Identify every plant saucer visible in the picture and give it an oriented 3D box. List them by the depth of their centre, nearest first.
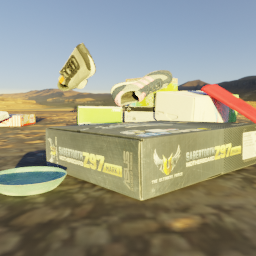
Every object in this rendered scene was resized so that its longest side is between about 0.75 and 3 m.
[{"bbox_3d":[-1.031,0.550,2.906,0.784,0.141,0.784,0,5,0],"label":"plant saucer"}]

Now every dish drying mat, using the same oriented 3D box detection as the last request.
[{"bbox_3d":[4.057,-0.793,10.248,1.089,0.258,2.835,-13,45,-45],"label":"dish drying mat"}]

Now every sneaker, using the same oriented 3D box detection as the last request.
[{"bbox_3d":[-2.084,-2.215,10.980,1.152,1.074,2.907,-27,-8,-28],"label":"sneaker"},{"bbox_3d":[0.659,-1.493,11.236,2.632,0.923,1.080,-20,42,0],"label":"sneaker"}]

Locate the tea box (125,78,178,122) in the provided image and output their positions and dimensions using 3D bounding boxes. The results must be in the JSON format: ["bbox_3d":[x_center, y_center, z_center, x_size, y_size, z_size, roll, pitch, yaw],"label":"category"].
[{"bbox_3d":[1.057,-1.285,13.226,1.444,2.127,2.162,-1,4,-41],"label":"tea box"}]

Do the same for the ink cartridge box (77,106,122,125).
[{"bbox_3d":[-0.971,-0.362,10.061,1.610,0.825,2.178,0,4,-12],"label":"ink cartridge box"}]

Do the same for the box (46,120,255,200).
[{"bbox_3d":[0.375,0.235,3.836,2.383,0.608,1.879,-4,5,-40],"label":"box"}]

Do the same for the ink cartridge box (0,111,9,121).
[{"bbox_3d":[-5.317,-0.314,10.676,1.175,0.255,1.154,5,30,46],"label":"ink cartridge box"}]

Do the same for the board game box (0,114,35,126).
[{"bbox_3d":[-5.103,-0.364,12.256,1.518,0.464,2.003,0,5,-2],"label":"board game box"}]

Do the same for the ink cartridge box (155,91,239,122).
[{"bbox_3d":[2.883,-0.864,11.824,2.924,1.279,2.124,-8,16,-36],"label":"ink cartridge box"}]
